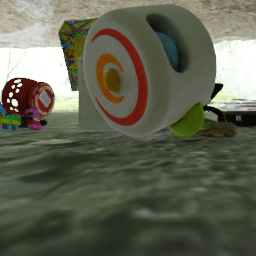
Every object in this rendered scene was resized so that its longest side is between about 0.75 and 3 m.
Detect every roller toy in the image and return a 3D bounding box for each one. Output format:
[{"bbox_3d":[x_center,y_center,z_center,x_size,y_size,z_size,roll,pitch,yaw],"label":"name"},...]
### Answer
[{"bbox_3d":[0.311,-1.253,6.204,2.046,2.671,2.928,-23,37,-34],"label":"roller toy"}]

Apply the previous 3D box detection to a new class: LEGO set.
[{"bbox_3d":[-3.268,-0.476,7.402,0.813,0.875,2.133,-7,-10,19],"label":"LEGO set"}]

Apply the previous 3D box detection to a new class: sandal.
[{"bbox_3d":[2.096,-0.251,7.472,1.101,0.740,2.741,0,4,-2],"label":"sandal"}]

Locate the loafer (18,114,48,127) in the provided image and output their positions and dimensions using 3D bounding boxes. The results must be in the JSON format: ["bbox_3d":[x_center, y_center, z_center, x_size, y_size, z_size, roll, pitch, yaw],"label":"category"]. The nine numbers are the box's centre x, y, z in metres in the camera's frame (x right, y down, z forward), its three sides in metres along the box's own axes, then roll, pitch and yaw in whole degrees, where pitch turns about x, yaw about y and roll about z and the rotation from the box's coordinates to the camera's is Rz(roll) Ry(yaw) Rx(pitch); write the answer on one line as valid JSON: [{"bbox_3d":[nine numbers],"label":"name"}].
[{"bbox_3d":[-3.358,-0.252,9.473,1.269,0.453,0.463,0,4,6],"label":"loafer"}]

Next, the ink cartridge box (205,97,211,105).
[{"bbox_3d":[1.591,-0.654,11.416,2.648,0.538,2.643,-37,25,-31],"label":"ink cartridge box"}]

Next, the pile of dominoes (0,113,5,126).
[{"bbox_3d":[-4.882,-0.333,10.718,2.158,0.441,2.768,-3,5,-38],"label":"pile of dominoes"}]

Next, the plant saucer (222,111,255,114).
[{"bbox_3d":[5.677,-0.526,12.784,2.893,0.529,2.893,0,5,0],"label":"plant saucer"}]

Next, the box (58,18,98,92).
[{"bbox_3d":[-1.107,-2.592,9.884,2.083,2.163,1.319,-4,37,2],"label":"box"}]

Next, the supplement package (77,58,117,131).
[{"bbox_3d":[-0.649,-0.976,8.468,1.542,2.031,1.530,0,4,-2],"label":"supplement package"}]

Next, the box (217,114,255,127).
[{"bbox_3d":[3.935,-0.297,10.086,0.818,0.457,1.159,-5,5,-25],"label":"box"}]

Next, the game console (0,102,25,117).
[{"bbox_3d":[-6.043,-1.072,14.500,2.055,1.360,2.337,-1,5,-13],"label":"game console"}]

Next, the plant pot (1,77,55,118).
[{"bbox_3d":[-5.781,-1.708,16.585,2.249,2.470,2.470,10,8,25],"label":"plant pot"}]

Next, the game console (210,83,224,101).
[{"bbox_3d":[2.520,-1.736,13.292,1.677,2.535,2.882,-32,-17,-34],"label":"game console"}]
